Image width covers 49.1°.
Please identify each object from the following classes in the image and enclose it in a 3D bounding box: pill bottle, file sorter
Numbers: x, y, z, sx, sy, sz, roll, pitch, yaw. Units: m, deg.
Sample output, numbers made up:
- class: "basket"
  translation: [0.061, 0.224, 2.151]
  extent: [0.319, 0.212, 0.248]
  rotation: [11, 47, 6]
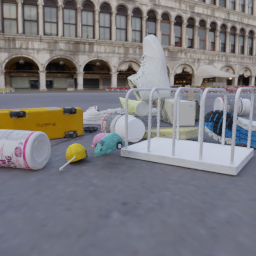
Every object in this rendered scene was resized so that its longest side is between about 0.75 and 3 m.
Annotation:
- class: "pill bottle"
  translation: [-2.407, 0.432, 5.856]
  extent: [1.373, 0.778, 0.778]
  rotation: [3, 9, 17]
- class: "pill bottle"
  translation: [-0.160, -0.018, 8.479]
  extent: [0.834, 0.834, 1.440]
  rotation: [-5, 11, -30]
- class: "file sorter"
  translation: [1.421, -0.124, 6.598]
  extent: [2.649, 1.650, 1.838]
  rotation: [5, 10, 33]
- class: "pill bottle"
  translation: [5.597, -1.149, 15.013]
  extent: [1.720, 0.997, 0.997]
  rotation: [-1, 9, -9]

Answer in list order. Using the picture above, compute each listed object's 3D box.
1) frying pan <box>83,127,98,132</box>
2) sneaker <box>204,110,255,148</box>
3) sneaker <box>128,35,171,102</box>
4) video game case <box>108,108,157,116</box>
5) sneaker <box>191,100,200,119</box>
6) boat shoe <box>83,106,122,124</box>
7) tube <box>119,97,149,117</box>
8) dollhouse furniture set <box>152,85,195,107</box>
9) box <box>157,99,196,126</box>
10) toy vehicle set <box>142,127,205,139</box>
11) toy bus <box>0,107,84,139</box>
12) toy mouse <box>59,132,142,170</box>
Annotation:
- class: "frying pan"
  translation: [-1.275, 0.068, 10.090]
  extent: [0.608, 0.163, 1.004]
  rotation: [-7, 13, -34]
- class: "sneaker"
  translation: [3.288, 0.119, 7.900]
  extent: [2.358, 0.884, 1.022]
  rotation: [20, 9, 29]
- class: "sneaker"
  translation: [0.760, -2.638, 12.515]
  extent: [1.725, 2.985, 1.100]
  rotation: [-14, -1, -20]
- class: "video game case"
  translation: [0.324, -0.890, 15.744]
  extent: [2.839, 0.256, 2.033]
  rotation: [-1, 10, -6]
- class: "sneaker"
  translation: [2.738, -0.788, 13.280]
  extent: [1.242, 0.874, 2.338]
  rotation: [-2, -5, 19]
- class: "boat shoe"
  translation: [-1.407, -0.587, 12.191]
  extent: [2.368, 0.774, 0.871]
  rotation: [0, 9, 1]
- class: "tube"
  translation: [0.171, -0.903, 12.072]
  extent: [0.608, 0.680, 2.342]
  rotation: [17, 0, -22]
- class: "dollhouse furniture set"
  translation: [2.258, -1.692, 14.143]
  extent: [2.116, 1.097, 0.937]
  rotation: [-3, -14, 17]
- class: "box"
  translation: [2.059, -0.744, 12.446]
  extent: [0.865, 1.040, 2.531]
  rotation: [-2, 8, -12]
- class: "toy vehicle set"
  translation: [1.327, 0.153, 8.634]
  extent: [1.072, 0.229, 1.726]
  rotation: [-8, 5, -44]
- class: "toy bus"
  translation: [-2.943, -0.128, 8.811]
  extent: [2.974, 0.968, 1.164]
  rotation: [-7, 10, -33]
- class: "toy mouse"
  translation: [-0.556, 0.329, 6.368]
  extent: [1.713, 0.373, 1.928]
  rotation: [-17, 5, 3]
